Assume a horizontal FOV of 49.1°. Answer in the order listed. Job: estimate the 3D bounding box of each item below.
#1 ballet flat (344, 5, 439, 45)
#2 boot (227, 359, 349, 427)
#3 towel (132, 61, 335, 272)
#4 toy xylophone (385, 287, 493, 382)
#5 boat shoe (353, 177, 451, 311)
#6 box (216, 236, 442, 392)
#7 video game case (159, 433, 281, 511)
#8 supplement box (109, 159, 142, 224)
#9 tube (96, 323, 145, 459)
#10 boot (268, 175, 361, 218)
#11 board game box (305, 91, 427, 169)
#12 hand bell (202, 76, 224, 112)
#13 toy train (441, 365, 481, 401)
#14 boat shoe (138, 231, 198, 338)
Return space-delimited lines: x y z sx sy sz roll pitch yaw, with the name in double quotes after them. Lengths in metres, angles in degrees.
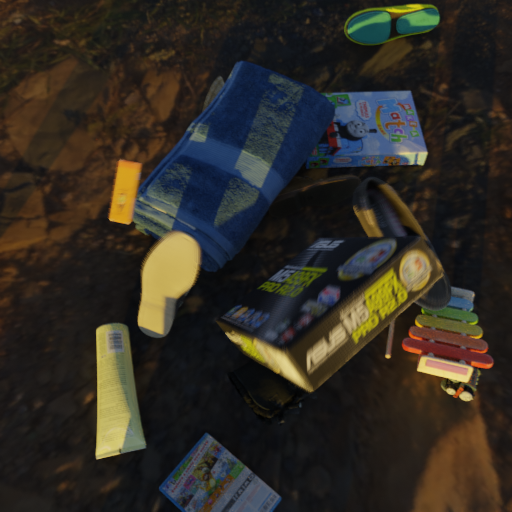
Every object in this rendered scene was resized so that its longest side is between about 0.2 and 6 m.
3.507 -6.218 14.923 2.717 0.908 0.911 -12 37 -10 "ballet flat"
0.321 1.733 9.919 1.835 0.829 2.240 -36 58 -11 "boot"
-0.475 -1.985 11.622 2.556 1.111 4.577 28 69 22 "towel"
3.157 1.347 9.895 1.657 0.569 2.264 7 34 8 "toy xylophone"
2.590 -0.239 10.052 0.903 0.770 2.702 -29 73 -5 "boat shoe"
0.880 0.659 8.344 2.407 3.004 0.665 -38 104 -15 "box"
-0.578 3.808 8.969 1.614 0.144 1.155 35 65 20 "video game case"
-2.123 -1.048 9.146 0.335 0.347 1.007 12 98 -4 "supplement box"
-2.438 2.297 9.728 0.580 0.648 2.233 12 53 -38 "tube"
1.187 -1.477 11.937 2.054 0.756 0.775 -13 51 -2 "boot"
2.406 -2.954 12.990 2.668 0.488 2.018 -2 58 -2 "board game box"
-0.206 -3.361 13.202 1.892 0.985 0.985 26 61 1 "hand bell"
3.605 2.080 9.795 0.569 0.426 0.999 25 42 10 "toy train"
-1.529 0.405 9.841 0.841 2.314 0.726 21 33 -3 "boat shoe"
